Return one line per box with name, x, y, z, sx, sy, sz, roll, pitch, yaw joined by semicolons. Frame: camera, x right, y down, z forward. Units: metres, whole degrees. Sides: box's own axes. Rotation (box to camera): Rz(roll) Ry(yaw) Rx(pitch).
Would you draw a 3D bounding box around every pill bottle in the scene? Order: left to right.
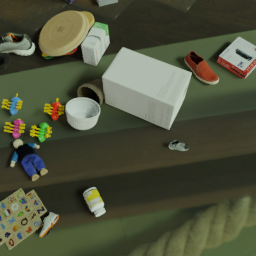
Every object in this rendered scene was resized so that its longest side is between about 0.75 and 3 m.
pill bottle;-1.099;2.460;9.293;0.490;0.490;0.881;-25;64;-13

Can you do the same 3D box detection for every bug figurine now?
bug figurine;-3.668;-0.407;10.794;2.370;0.610;1.838;8;68;0

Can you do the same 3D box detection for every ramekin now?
ramekin;-1.724;-0.513;10.629;1.286;0.675;1.286;8;42;-7

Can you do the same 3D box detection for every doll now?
doll;-3.660;1.068;10.090;1.183;0.420;1.734;-34;67;-17

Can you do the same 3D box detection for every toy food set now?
toy food set;-2.831;-4.186;12.418;2.550;0.627;2.576;3;67;22

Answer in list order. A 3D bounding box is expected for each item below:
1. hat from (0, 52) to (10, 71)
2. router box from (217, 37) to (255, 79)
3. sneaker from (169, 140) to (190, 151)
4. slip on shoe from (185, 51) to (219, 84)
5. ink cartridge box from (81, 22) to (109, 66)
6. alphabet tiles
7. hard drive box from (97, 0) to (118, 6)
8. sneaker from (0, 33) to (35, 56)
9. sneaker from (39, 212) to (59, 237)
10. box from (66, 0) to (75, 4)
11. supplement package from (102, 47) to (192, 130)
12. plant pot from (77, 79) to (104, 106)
hat;-5.622;-2.759;12.152;1.204;0.486;1.204;-3;55;5
router box;5.019;-3.119;12.377;1.466;0.399;1.633;39;68;19
sneaker;1.917;0.626;10.307;0.794;0.459;0.298;0;61;1
slip on shoe;3.154;-2.583;11.993;0.700;0.578;1.888;-30;67;-17
ink cartridge box;-1.411;-3.676;12.285;0.634;1.101;1.509;19;63;10
alphabet tiles;-3.718;2.962;9.267;1.863;0.059;1.551;-35;67;-18
hard drive box;-1.114;-6.751;14.360;1.017;0.391;0.793;-16;63;-9
sneaker;-5.473;-3.792;12.421;2.500;0.991;0.924;-3;63;0
sneaker;-2.626;3.122;9.074;0.380;0.313;0.827;23;56;20
box;-2.767;-7.675;13.846;1.131;2.168;1.605;41;69;20
supplement package;0.684;-1.518;10.751;2.859;1.733;1.712;24;64;12
plant pot;-1.324;-1.461;11.215;1.065;1.065;0.924;25;49;13
